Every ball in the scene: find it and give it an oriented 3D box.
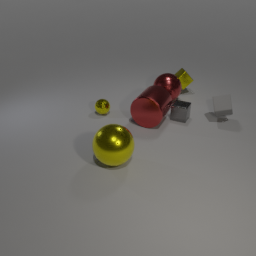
[{"bbox_3d":[1.916,-1.975,13.683,1.400,1.400,1.400,0,30,0],"label":"ball"},{"bbox_3d":[-0.481,0.556,9.262,1.400,1.400,1.400,0,30,0],"label":"ball"},{"bbox_3d":[-1.143,-0.961,12.555,0.700,0.700,0.700,0,30,0],"label":"ball"}]

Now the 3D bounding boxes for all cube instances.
[{"bbox_3d":[2.830,-2.555,14.497,0.700,0.700,0.700,-41,24,14],"label":"cube"},{"bbox_3d":[2.296,-0.731,12.204,0.700,0.700,0.700,14,33,23],"label":"cube"},{"bbox_3d":[3.990,-0.950,11.787,0.700,0.700,0.700,-7,-18,21],"label":"cube"}]

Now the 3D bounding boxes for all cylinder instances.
[{"bbox_3d":[0.995,-0.921,11.809,1.400,1.400,1.400,13,33,21],"label":"cylinder"}]
